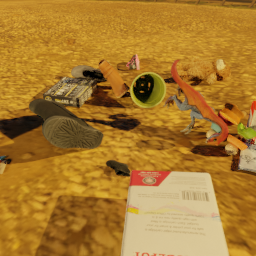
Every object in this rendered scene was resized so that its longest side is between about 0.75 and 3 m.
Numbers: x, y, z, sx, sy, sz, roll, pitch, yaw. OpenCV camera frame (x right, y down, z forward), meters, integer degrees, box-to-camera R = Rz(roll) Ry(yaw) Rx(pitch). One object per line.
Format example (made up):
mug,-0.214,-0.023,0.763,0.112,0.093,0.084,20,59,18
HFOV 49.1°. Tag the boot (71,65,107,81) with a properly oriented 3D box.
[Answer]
boot,-1.864,-2.539,12.871,1.998,0.697,1.315,5,11,11

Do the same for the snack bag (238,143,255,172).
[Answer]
snack bag,3.905,0.936,8.060,1.329,0.151,1.409,11,33,19

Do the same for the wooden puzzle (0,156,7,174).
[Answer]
wooden puzzle,-3.779,1.102,7.813,0.692,0.120,1.026,-7,32,-12

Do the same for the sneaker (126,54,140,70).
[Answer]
sneaker,0.234,-3.525,15.088,0.720,0.597,1.510,-11,30,3

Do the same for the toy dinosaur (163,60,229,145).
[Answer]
toy dinosaur,2.167,-0.551,8.884,1.326,2.525,2.291,-39,43,-11

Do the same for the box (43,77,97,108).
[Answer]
box,-2.396,-1.567,11.852,1.595,0.486,1.979,6,32,12

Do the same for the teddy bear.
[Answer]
teddy bear,3.596,-2.830,13.515,2.808,0.938,2.036,7,34,11

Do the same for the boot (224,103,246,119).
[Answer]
boot,3.863,-0.620,10.410,0.680,0.334,0.949,-20,42,-39

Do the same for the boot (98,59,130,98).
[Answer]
boot,-0.675,-2.105,11.739,0.700,1.470,1.900,-37,26,5

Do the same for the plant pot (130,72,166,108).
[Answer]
plant pot,0.705,-1.648,11.393,1.401,1.401,1.331,-4,19,-6

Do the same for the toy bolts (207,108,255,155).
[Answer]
toy bolts,2.905,0.067,8.527,1.341,0.974,1.404,35,7,-23

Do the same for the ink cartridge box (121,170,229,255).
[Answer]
ink cartridge box,0.830,1.983,5.467,1.794,1.041,2.431,3,33,5

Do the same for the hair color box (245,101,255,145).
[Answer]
hair color box,4.879,0.010,8.493,2.295,1.273,0.734,9,33,15

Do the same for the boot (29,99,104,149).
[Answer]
boot,-2.295,-0.328,8.666,2.630,0.863,2.168,36,6,37

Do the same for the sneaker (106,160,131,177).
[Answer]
sneaker,-0.282,1.117,7.670,0.791,0.237,0.412,11,28,11
